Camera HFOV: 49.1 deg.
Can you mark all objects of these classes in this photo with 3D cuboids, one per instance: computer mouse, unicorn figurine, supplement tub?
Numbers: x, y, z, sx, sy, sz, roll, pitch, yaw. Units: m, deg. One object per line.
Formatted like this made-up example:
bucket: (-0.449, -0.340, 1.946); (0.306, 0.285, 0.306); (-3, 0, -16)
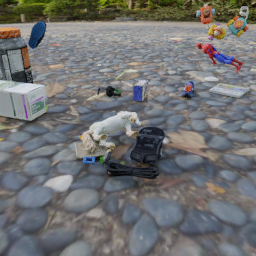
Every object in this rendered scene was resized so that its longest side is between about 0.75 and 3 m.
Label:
computer mouse: (0.195, 0.713, 7.826); (1.582, 0.519, 2.253); (3, 33, 10)
unicorn figurine: (-0.290, -0.048, 8.535); (2.454, 0.906, 1.686); (-9, 18, -18)
supplement tub: (-5.210, -2.827, 12.283); (1.771, 2.890, 1.771); (-1, 25, 0)

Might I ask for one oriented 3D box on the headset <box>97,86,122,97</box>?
headset: (-0.847, -1.619, 12.821); (1.073, 0.504, 0.663); (12, 28, -9)

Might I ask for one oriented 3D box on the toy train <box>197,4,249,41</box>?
toy train: (3.530, -4.010, 10.339); (1.897, 1.425, 0.528); (0, -3, 10)

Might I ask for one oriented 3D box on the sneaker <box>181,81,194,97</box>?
sneaker: (2.761, -1.799, 12.851); (0.524, 0.545, 1.391); (6, 27, 15)

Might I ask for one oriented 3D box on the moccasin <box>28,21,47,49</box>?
moccasin: (-3.792, -3.972, 11.780); (1.444, 0.581, 0.492); (-36, 14, 41)

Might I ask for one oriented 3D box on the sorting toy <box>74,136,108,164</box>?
sorting toy: (-1.062, 0.661, 8.182); (0.936, 0.227, 1.663); (-2, 26, -15)

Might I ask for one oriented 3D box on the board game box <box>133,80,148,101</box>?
board game box: (0.570, -1.660, 12.385); (0.425, 0.700, 0.878); (9, 26, 18)

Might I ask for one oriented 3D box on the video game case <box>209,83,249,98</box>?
video game case: (4.795, -1.777, 13.252); (1.442, 0.159, 1.313); (19, 32, 35)

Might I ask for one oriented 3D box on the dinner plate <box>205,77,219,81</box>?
dinner plate: (4.544, -2.683, 15.208); (0.751, 0.091, 0.751); (1, 26, -1)

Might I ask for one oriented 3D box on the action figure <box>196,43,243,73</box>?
action figure: (3.143, -2.497, 9.798); (1.713, 0.443, 0.560); (35, 55, 8)

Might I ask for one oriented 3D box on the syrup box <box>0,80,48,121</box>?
syrup box: (-4.571, -1.123, 10.780); (2.768, 1.127, 1.090); (10, 28, 19)
